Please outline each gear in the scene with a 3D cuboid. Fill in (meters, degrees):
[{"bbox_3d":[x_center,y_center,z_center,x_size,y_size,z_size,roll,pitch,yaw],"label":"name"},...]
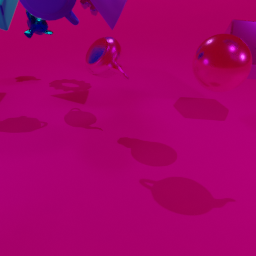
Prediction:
[{"bbox_3d":[-0.759,-4.161,8.380,1.569,1.569,0.290,2,-4,3],"label":"gear"}]

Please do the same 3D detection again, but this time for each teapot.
[{"bbox_3d":[-0.498,-1.673,6.949,0.810,1.028,1.654,31,13,-44],"label":"teapot"},{"bbox_3d":[-1.605,-2.813,5.488,1.173,1.886,0.923,-33,29,14],"label":"teapot"}]

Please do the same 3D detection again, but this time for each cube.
[{"bbox_3d":[3.190,-2.083,7.602,1.163,1.163,1.163,8,-5,5],"label":"cube"},{"bbox_3d":[-3.465,-3.448,6.767,1.349,1.349,1.349,17,-11,-14],"label":"cube"}]

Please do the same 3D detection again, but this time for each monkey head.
[{"bbox_3d":[-3.258,-3.575,9.861,0.698,1.158,0.833,-18,37,47],"label":"monkey head"}]

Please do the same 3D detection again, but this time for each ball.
[{"bbox_3d":[1.673,-1.156,5.026,1.020,1.020,1.020,0,29,0],"label":"ball"}]

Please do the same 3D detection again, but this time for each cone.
[{"bbox_3d":[-0.709,-3.495,7.521,1.232,1.228,1.228,24,26,-13],"label":"cone"}]
